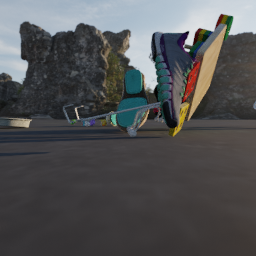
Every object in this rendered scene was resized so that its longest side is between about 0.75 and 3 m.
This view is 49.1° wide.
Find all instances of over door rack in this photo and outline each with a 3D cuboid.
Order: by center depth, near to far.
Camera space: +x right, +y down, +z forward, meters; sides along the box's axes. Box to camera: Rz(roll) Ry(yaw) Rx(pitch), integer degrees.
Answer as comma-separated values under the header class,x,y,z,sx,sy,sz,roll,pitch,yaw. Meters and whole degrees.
class,x,y,z,sx,sy,sz,roll,pitch,yaw
over door rack,-0.175,-0.147,4.802,1.633,0.544,1.207,-2,3,-3

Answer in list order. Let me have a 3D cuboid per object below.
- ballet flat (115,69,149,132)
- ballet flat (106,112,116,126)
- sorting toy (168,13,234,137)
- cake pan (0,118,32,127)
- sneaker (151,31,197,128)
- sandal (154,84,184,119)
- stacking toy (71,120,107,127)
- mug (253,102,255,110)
class,x,y,z,sx,sy,sz,roll,pitch,yaw
ballet flat,0.172,-0.504,6.434,0.726,0.718,2.134,-1,45,11
ballet flat,-0.549,-0.305,10.391,0.509,0.509,1.465,1,-6,20
sorting toy,1.196,-1.019,5.094,0.480,1.369,2.839,22,45,19
cake pan,-3.524,-0.157,8.299,1.254,0.230,1.254,2,-2,0
sneaker,0.511,-0.513,2.830,0.439,1.003,0.373,-8,-4,-1
sandal,1.004,-0.391,6.988,0.821,0.493,2.187,23,-17,17
stacking toy,-1.431,-0.172,10.105,1.106,0.260,0.834,-1,-1,43
mug,4.151,-0.470,7.960,0.859,0.573,0.763,43,-28,-18
